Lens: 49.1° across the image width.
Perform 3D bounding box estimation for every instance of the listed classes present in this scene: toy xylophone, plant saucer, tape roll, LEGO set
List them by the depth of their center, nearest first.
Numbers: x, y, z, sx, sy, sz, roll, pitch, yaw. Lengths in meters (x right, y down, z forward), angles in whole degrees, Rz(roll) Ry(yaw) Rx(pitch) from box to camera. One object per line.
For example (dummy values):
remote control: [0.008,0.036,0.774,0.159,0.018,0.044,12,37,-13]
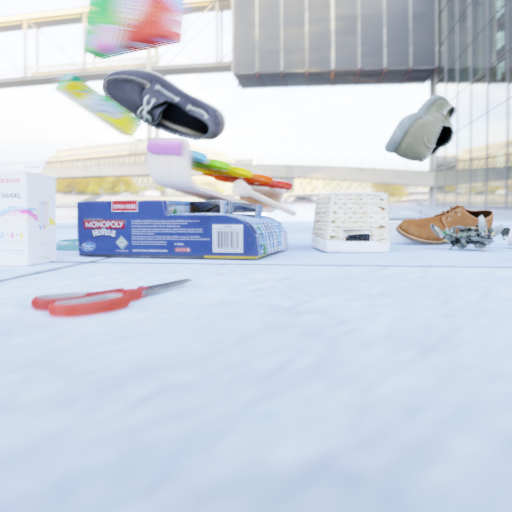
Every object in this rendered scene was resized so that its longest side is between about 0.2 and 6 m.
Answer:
toy xylophone: [-0.518,-1.485,11.257,2.423,0.831,3.309,12,-1,32]
LEGO set: [4.495,-0.313,11.720,1.494,0.652,2.300,5,-7,30]
plant saucer: [-3.585,-0.246,12.066,1.557,0.213,1.557,0,5,0]
tape roll: [4.015,-0.643,14.860,1.580,0.553,1.580,0,4,0]

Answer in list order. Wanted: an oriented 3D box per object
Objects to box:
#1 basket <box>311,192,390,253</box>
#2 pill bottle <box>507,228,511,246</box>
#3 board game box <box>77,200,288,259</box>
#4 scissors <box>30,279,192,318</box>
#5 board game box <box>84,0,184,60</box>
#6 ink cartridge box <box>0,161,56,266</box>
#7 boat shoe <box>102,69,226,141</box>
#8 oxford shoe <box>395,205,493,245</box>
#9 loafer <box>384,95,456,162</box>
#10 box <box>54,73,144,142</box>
basket: [1.899,-0.708,11.585,1.313,1.195,1.937,0,4,-3]
pill bottle: [5.873,-0.400,11.896,0.959,0.532,0.532,2,5,20]
board game box: [-1.135,-0.568,10.901,3.297,1.017,3.295,1,5,13]
scissors: [-1.052,0.356,5.062,0.736,0.140,2.011,0,3,37]
board game box: [-1.998,-4.119,9.208,1.890,1.446,0.381,2,-3,34]
ink cartridge box: [-3.762,-0.680,8.592,1.025,1.595,0.999,0,4,4]
boat shoe: [-1.960,-3.063,11.389,2.721,0.989,0.853,22,26,2]
oxford shoe: [4.578,-0.828,13.578,2.548,0.908,0.909,-4,36,-17]
loafer: [3.404,-2.406,11.062,0.910,0.982,2.612,38,45,13]
box: [-2.864,-2.737,10.497,1.708,0.413,1.002,35,-3,-31]
